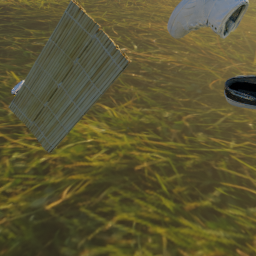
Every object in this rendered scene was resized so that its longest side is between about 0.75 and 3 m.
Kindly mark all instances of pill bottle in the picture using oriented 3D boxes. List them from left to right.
[{"bbox_3d":[-2.448,-0.755,6.970,0.442,0.809,0.442,-29,31,20],"label":"pill bottle"}]

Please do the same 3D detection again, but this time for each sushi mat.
[{"bbox_3d":[-1.201,-0.732,5.026,1.329,2.778,0.168,50,34,4],"label":"sushi mat"}]

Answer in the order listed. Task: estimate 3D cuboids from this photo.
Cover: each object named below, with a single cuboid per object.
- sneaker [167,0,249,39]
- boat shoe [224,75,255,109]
[{"bbox_3d":[2.184,-3.065,8.027,0.987,2.680,1.549,-14,76,-28],"label":"sneaker"},{"bbox_3d":[3.334,-0.747,6.292,2.279,0.726,0.806,8,74,25],"label":"boat shoe"}]
